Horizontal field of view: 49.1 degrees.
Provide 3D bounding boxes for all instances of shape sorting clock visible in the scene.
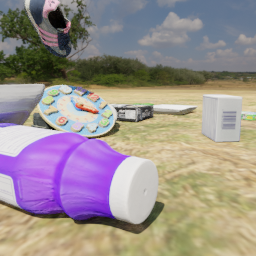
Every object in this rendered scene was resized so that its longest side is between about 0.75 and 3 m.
[{"bbox_3d":[-1.397,-0.543,7.811,2.196,0.431,2.196,19,32,-13],"label":"shape sorting clock"}]

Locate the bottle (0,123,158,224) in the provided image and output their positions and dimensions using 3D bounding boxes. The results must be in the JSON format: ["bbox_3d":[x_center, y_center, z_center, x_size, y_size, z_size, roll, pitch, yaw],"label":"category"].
[{"bbox_3d":[-0.957,0.487,3.373,2.674,0.873,1.117,6,16,31],"label":"bottle"}]

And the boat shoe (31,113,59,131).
[{"bbox_3d":[-1.835,-0.240,8.267,0.855,0.682,2.260,8,13,26],"label":"boat shoe"}]

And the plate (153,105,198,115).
[{"bbox_3d":[2.016,-0.873,13.173,1.972,0.319,1.976,5,11,34],"label":"plate"}]

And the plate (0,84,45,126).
[{"bbox_3d":[-2.388,0.132,4.258,2.027,0.328,2.023,-43,-9,24],"label":"plate"}]

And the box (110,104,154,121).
[{"bbox_3d":[-0.236,-0.647,11.169,2.097,0.522,1.653,4,10,27],"label":"box"}]

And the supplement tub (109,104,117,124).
[{"bbox_3d":[-0.761,-0.417,9.116,0.765,0.765,1.057,-2,10,-10],"label":"supplement tub"}]

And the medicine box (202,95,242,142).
[{"bbox_3d":[2.414,-0.295,7.349,0.629,1.114,1.223,0,10,-2],"label":"medicine box"}]

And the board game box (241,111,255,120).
[{"bbox_3d":[4.636,-0.535,11.428,1.068,0.231,1.588,-7,12,-34],"label":"board game box"}]

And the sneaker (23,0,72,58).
[{"bbox_3d":[-1.847,-2.538,7.395,0.908,0.776,2.213,21,-15,19],"label":"sneaker"}]

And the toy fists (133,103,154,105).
[{"bbox_3d":[0.722,-1.052,14.047,1.193,0.410,0.608,5,4,37],"label":"toy fists"}]
